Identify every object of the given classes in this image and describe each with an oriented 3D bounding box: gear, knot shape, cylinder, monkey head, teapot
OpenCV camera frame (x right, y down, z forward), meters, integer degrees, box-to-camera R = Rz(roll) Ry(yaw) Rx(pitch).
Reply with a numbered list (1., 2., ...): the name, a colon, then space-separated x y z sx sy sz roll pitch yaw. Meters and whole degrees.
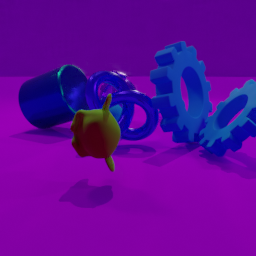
1. gear: -0.472 -0.779 7.504 0.276 1.493 1.493 16 4 -25
2. gear: 1.890 -0.193 4.925 0.281 1.518 1.518 38 9 -7
3. gear: 1.163 -0.702 5.738 0.371 2.004 2.004 -7 5 38
4. knot shape: -0.295 -0.421 5.557 1.636 1.531 0.756 -16 -8 -1
5. cylinder: -1.780 -0.758 7.043 1.335 1.335 1.335 -14 4 26
6. monkey head: -0.383 0.052 3.731 0.617 1.024 0.737 0 11 9
7. teapot: 1.280 -0.670 8.796 0.935 0.736 1.503 35 -6 -10

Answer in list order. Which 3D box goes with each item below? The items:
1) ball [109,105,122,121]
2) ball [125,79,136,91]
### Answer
1. ball: -0.481 -0.210 6.451 0.833 0.833 0.833 0 11 0
2. ball: -0.285 -1.236 10.456 1.239 1.239 1.239 0 11 0
